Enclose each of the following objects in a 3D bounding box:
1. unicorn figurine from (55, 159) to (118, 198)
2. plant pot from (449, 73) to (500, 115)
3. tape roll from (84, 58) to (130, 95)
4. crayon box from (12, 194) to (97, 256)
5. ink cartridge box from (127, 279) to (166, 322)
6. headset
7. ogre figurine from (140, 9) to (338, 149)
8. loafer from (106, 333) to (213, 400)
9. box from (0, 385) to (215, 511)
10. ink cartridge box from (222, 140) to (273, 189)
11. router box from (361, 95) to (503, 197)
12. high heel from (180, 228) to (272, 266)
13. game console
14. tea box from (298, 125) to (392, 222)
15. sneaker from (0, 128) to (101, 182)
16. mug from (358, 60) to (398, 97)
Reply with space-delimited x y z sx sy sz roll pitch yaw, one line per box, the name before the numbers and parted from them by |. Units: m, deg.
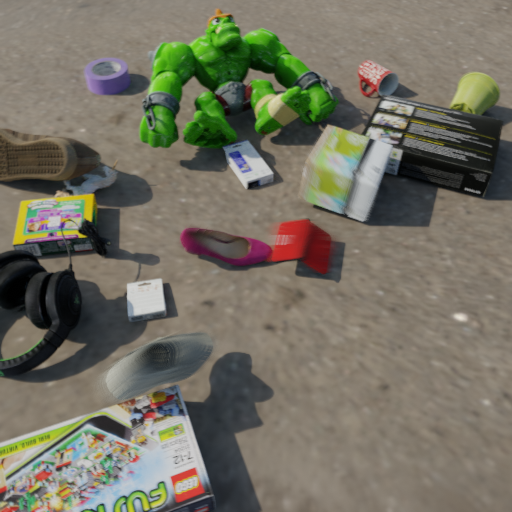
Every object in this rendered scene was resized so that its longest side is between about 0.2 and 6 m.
unicorn figurine | -3.518 -1.535 11.798 0.907 0.488 1.321 25 72 25
plant pot | 5.145 -3.681 13.439 1.032 1.032 0.949 28 65 23
tape roll | -3.875 -4.681 14.602 1.093 0.464 1.093 0 47 0
crayon box | -3.887 -0.602 10.944 1.437 0.419 1.240 -6 47 -6
ink cartridge box | -1.945 0.780 9.887 0.647 0.200 0.798 -9 41 -7
headset | -3.666 0.662 9.609 1.876 1.428 3.038 22 67 20
ogre figurine | -0.656 -3.981 12.973 4.551 2.233 2.729 -23 68 -1
loafer | -1.283 1.494 8.130 0.660 0.658 1.887 47 36 17
box | -2.316 3.070 7.533 3.183 0.553 1.752 -16 50 -15
ink cartridge box | -0.198 -2.024 12.344 0.659 0.260 1.326 -19 52 -16
router box | 3.857 -2.520 12.448 2.840 0.725 2.118 18 49 15
high heel | -0.528 -0.195 10.195 1.693 0.814 0.571 1 72 -4
game console | 0.851 -0.141 10.381 0.864 0.595 1.002 -8 44 24
tea box | 1.810 -1.707 11.395 1.451 0.985 1.474 20 48 11
sneaker | -4.786 -2.097 12.042 3.181 1.121 1.202 14 12 26
mug | 3.019 -4.581 14.410 0.863 0.648 0.972 -20 48 -19
